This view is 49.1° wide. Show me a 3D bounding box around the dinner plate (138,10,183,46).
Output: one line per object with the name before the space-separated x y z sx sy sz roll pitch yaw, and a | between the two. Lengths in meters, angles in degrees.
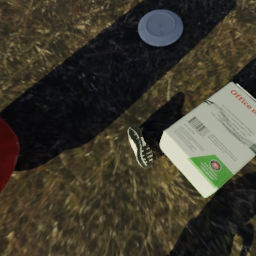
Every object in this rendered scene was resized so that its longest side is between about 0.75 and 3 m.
dinner plate | 1.096 -3.449 9.489 1.531 0.186 1.531 -2 71 6

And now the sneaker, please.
sneaker | 0.344 0.537 7.700 0.446 0.484 1.210 -18 80 -7

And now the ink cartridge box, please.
ink cartridge box | 2.408 0.251 7.354 2.555 1.061 1.873 -34 69 -16

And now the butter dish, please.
butter dish | -3.653 0.599 6.915 2.698 2.000 2.705 38 108 27
